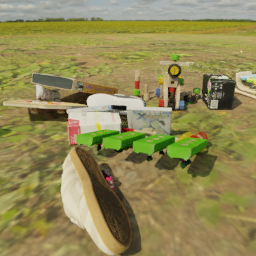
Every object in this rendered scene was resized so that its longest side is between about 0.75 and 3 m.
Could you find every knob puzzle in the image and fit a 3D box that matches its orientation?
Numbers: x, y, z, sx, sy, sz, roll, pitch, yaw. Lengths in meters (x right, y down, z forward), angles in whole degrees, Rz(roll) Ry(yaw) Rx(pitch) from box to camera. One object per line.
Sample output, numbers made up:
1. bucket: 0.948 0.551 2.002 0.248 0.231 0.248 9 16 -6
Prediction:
1. knob puzzle: -2.744 -0.710 9.953 2.800 0.388 2.800 4 7 0

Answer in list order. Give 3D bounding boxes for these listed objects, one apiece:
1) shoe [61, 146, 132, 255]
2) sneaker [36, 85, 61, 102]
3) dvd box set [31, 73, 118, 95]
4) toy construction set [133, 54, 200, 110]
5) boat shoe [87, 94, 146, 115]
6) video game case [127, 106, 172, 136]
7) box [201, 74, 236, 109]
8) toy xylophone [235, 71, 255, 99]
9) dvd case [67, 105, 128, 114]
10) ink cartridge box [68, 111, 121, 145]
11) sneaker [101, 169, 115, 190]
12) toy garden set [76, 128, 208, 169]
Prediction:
1. shoe: -0.706 1.301 5.110 0.733 0.961 2.747 -46 31 3
2. sneaker: -3.100 -1.347 10.972 0.907 0.593 1.578 -4 -2 -15
3. dvd box set: -2.055 -1.713 11.354 2.120 0.426 2.898 13 7 30
4. toy construction set: 1.393 -1.973 11.105 2.604 2.001 2.172 10 25 24
5. boat shoe: -0.394 -0.893 10.155 2.126 0.763 0.721 3 17 13
6. video game case: 0.612 -0.178 8.037 1.233 1.124 0.136 2 51 7
7. box: 3.517 -1.461 11.038 0.920 1.099 1.480 1 23 2
8. toy xylophone: 6.018 -1.864 12.470 2.129 0.731 2.908 -17 28 -33
9. dvd case: -0.930 -0.587 9.221 1.771 0.155 1.264 -4 -1 28
10. ink cartridge box: -0.984 -0.030 8.250 1.482 0.618 1.076 -3 23 -7
11. sneaker: -0.536 1.044 6.103 0.341 0.315 0.845 -14 26 -30
12. toy garden set: 0.547 0.425 7.042 2.813 0.561 2.345 5 9 29
